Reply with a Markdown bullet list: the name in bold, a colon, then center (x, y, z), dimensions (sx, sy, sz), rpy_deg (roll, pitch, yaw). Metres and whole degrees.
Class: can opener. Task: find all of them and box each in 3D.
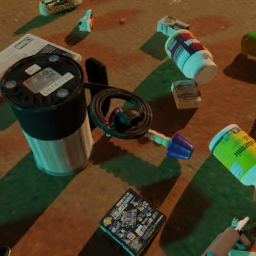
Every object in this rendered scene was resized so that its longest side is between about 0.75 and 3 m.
- **can opener**: center (2.181, 2.414, 5.900), dimensions (1.894, 0.498, 0.629), rpy_deg (-10, 51, -46)

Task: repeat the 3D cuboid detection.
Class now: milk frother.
- **milk frother**: center (-1.094, 0.032, 6.786), dimensions (2.702, 2.817, 2.994), rpy_deg (-26, 58, -18)

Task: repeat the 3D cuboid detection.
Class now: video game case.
- **video game case**: center (-3.585, -2.153, 10.004), dimensions (2.641, 0.339, 2.905), rpy_deg (26, 56, 19)

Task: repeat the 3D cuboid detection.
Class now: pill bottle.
- **pill bottle**: center (3.099, 0.842, 7.311), dimensions (1.012, 1.012, 1.818), rpy_deg (-28, 58, -20)
- **pill bottle**: center (2.208, -2.458, 9.756), dimensions (1.092, 1.092, 1.934), rpy_deg (-21, 57, -15)

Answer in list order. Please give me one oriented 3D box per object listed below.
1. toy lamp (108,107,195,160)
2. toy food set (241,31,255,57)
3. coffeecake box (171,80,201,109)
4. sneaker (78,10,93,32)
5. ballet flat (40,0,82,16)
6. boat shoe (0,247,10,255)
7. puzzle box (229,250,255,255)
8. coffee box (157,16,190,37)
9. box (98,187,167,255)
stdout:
- **toy lamp**: center (0.649, 0.174, 8.002), dimensions (2.549, 0.742, 0.742), rpy_deg (24, 57, 17)
- **toy food set**: center (5.155, -2.981, 10.541), dimensions (1.822, 0.595, 1.072), rpy_deg (17, 79, 15)
- **coffeecake box**: center (1.895, -1.112, 9.198), dimensions (0.729, 0.347, 0.949), rpy_deg (-6, 53, -4)
- **sneaker**: center (-1.787, -4.518, 11.712), dimensions (0.591, 0.486, 1.285), rpy_deg (-3, 52, 3)
- **ballet flat**: center (-2.926, -5.577, 12.382), dimensions (2.086, 0.650, 0.703), rpy_deg (-33, 60, -23)
- **boat shoe**: center (-3.016, 2.979, 6.133), dimensions (0.344, 0.305, 0.920), rpy_deg (37, 61, 25)
- **puzzle box**: center (2.802, 3.120, 6.129), dimensions (1.106, 0.141, 0.736), rpy_deg (6, 53, 4)
- **coffee box**: center (1.826, -4.034, 11.335), dimensions (1.135, 0.453, 0.641), rpy_deg (35, 60, 23)
- **box**: center (0.116, 2.228, 6.710), dimensions (1.187, 0.297, 1.196), rpy_deg (33, 60, 23)
